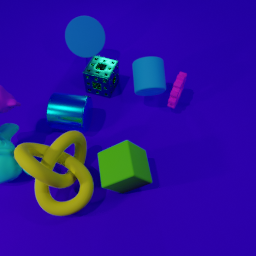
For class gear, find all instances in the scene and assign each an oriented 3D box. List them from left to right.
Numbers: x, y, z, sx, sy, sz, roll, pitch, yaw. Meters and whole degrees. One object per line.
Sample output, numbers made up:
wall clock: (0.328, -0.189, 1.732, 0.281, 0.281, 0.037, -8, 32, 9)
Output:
gear: (1.428, -1.088, 8.100, 0.195, 1.052, 1.052, 21, 56, 13)

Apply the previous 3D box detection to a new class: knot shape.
knot shape: (-1.517, 1.053, 6.350, 1.951, 0.901, 1.825, -6, 72, -48)

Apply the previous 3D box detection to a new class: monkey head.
monkey head: (-3.071, 0.644, 6.895, 1.917, 1.155, 1.379, 1, 39, 15)

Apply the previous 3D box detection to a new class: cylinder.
cylinder: (-1.580, -0.431, 7.716, 1.010, 1.010, 1.010, 7, 54, 6)
cylinder: (0.599, -1.440, 7.921, 0.881, 0.881, 0.881, -4, 82, -3)

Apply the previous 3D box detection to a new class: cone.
cone: (-1.486, -2.975, 9.358, 1.251, 1.251, 1.256, -16, 15, -11)

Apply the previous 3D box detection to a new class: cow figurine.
cow figurine: (-3.246, -0.298, 6.285, 0.816, 1.464, 1.487, -10, 70, 45)

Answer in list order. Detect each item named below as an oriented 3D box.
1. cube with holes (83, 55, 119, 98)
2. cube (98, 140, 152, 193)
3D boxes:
cube with holes: (-0.806, -1.582, 8.683, 0.830, 0.830, 0.830, 16, 55, 11)
cube: (-0.074, 0.921, 6.472, 0.854, 0.854, 0.854, -25, 58, 24)
